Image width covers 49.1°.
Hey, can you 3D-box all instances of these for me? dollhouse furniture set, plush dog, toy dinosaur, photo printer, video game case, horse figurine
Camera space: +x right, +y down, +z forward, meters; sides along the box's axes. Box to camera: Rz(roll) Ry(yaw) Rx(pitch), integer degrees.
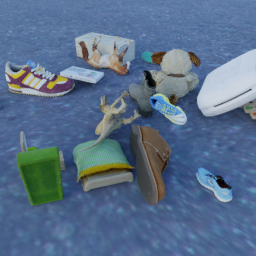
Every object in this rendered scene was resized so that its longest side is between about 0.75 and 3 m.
[{"bbox_3d":[-1.213,0.583,6.795,2.572,1.291,1.685,-10,35,-15],"label":"dollhouse furniture set"},{"bbox_3d":[1.682,-1.998,10.244,2.075,1.782,1.665,3,34,5],"label":"plush dog"},{"bbox_3d":[-0.447,-0.203,8.097,1.474,0.848,2.914,-34,24,22],"label":"toy dinosaur"},{"bbox_3d":[3.521,-1.473,9.398,2.200,0.918,2.645,-27,17,36],"label":"photo printer"},{"bbox_3d":[-1.842,-2.217,11.556,1.443,0.188,1.585,13,22,3],"label":"video game case"},{"bbox_3d":[-1.017,-3.302,12.755,2.660,1.763,0.664,8,-5,14],"label":"horse figurine"}]

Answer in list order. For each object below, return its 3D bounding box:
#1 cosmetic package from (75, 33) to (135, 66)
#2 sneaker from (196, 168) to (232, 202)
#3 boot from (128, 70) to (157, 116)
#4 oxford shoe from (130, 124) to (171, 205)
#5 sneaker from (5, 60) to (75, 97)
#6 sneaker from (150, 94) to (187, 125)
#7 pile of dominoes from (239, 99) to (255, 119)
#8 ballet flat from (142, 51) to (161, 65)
[{"bbox_3d":[-1.134,-3.957,13.937,2.697,0.986,1.396,21,39,27],"label":"cosmetic package"},{"bbox_3d":[2.054,1.223,6.577,0.413,0.474,1.053,-19,38,-27],"label":"sneaker"},{"bbox_3d":[0.561,-1.418,9.656,0.676,1.304,1.996,-2,35,-15],"label":"boot"},{"bbox_3d":[0.652,0.729,6.920,0.994,0.995,2.790,2,32,-6],"label":"oxford shoe"},{"bbox_3d":[-3.383,-1.938,10.687,2.652,1.195,0.994,2,34,2],"label":"sneaker"},{"bbox_3d":[1.095,-0.512,8.154,0.669,0.483,1.274,-10,46,-48],"label":"sneaker"},{"bbox_3d":[5.045,-0.603,8.729,2.109,0.431,2.705,-23,44,-8],"label":"pile of dominoes"},{"bbox_3d":[1.379,-3.310,13.493,1.564,0.580,0.580,26,42,31],"label":"ballet flat"}]
